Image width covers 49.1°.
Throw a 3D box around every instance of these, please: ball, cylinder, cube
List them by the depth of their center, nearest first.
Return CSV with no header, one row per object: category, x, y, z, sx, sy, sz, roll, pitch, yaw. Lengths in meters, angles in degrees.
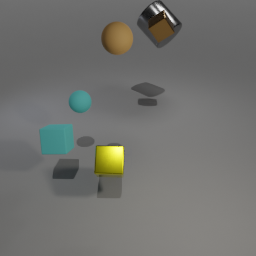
ball,-0.238,-1.965,6.148,0.700,0.700,0.700,0,29,0
cube,-0.452,0.857,7.059,0.700,0.700,0.700,2,74,0
cube,-1.931,0.297,7.670,0.700,0.700,0.700,-1,11,6
ball,-1.485,-0.815,8.684,0.700,0.700,0.700,0,29,0
cube,1.208,-3.706,10.204,0.700,0.700,0.700,-26,38,27
cylinder,1.334,-4.396,11.934,1.400,1.400,1.400,50,45,6
